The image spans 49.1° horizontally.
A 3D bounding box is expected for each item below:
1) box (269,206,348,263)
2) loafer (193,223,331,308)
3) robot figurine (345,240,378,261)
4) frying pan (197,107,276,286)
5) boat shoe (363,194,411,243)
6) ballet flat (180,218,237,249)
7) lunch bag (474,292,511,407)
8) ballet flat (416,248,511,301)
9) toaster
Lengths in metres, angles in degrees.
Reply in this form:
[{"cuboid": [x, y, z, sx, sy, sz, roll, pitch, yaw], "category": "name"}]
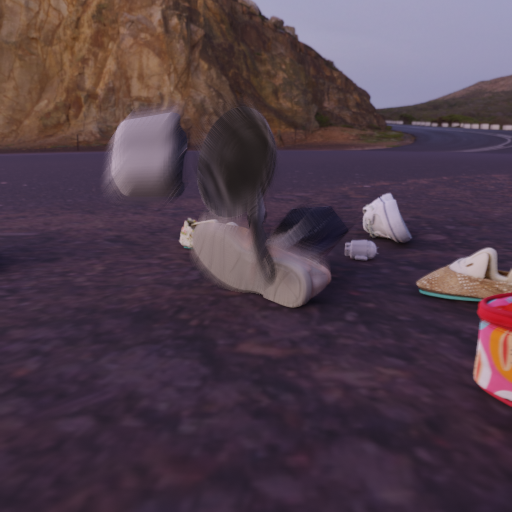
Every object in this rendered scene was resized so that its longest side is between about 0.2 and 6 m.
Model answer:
[{"cuboid": [0.831, -0.280, 9.414, 1.002, 1.010, 0.623, -10, 58, -44], "category": "box"}, {"cuboid": [0.036, 0.082, 8.466, 0.754, 0.862, 2.398, -18, 33, -42], "category": "loafer"}, {"cuboid": [1.976, -0.111, 10.486, 0.617, 0.349, 0.523, 3, 48, 12], "category": "robot figurine"}, {"cuboid": [-0.001, -1.025, 7.881, 0.438, 1.629, 2.693, 6, 33, -44], "category": "frying pan"}, {"cuboid": [2.806, -0.719, 12.362, 0.863, 0.951, 2.586, -24, 7, 14], "category": "boat shoe"}, {"cuboid": [-0.705, -0.382, 11.032, 1.981, 0.633, 0.749, 8, 16, 27], "category": "ballet flat"}, {"cuboid": [3.466, 0.830, 5.263, 2.694, 1.104, 2.373, -7, 11, -29], "category": "lunch bag"}, {"cuboid": [3.504, 0.298, 7.847, 2.444, 0.798, 0.862, 7, 15, 28], "category": "ballet flat"}, {"cuboid": [-2.144, -1.957, 11.404, 1.282, 1.984, 1.127, -3, -25, 6], "category": "toaster"}]
